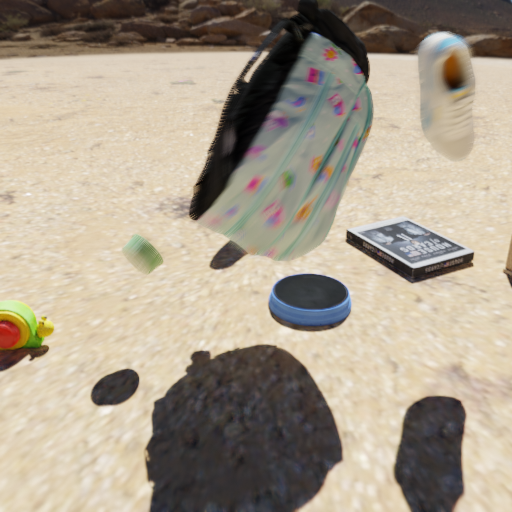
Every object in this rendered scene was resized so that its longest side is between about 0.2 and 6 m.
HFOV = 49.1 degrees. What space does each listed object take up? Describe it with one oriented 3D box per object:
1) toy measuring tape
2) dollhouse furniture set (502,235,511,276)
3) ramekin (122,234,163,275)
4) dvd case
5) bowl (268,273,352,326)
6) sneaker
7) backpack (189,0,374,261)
[{"bbox_3d":[-4.100,1.036,8.443,2.058,0.757,0.757,-1,26,-1],"label":"toy measuring tape"},{"bbox_3d":[5.801,-0.035,10.071,1.779,1.230,1.885,-13,29,-25],"label":"dollhouse furniture set"},{"bbox_3d":[-1.676,-0.005,8.200,0.598,0.598,0.292,23,62,40],"label":"ramekin"},{"bbox_3d":[3.131,-0.236,11.611,1.607,0.264,2.138,-13,28,-25],"label":"dvd case"},{"bbox_3d":[0.924,0.708,9.618,1.432,0.281,1.432,0,25,0],"label":"bowl"},{"bbox_3d":[2.752,-2.165,7.979,0.710,1.856,0.750,-20,27,5],"label":"sneaker"},{"bbox_3d":[0.382,-1.573,8.111,2.026,2.671,3.201,27,67,-8],"label":"backpack"}]
